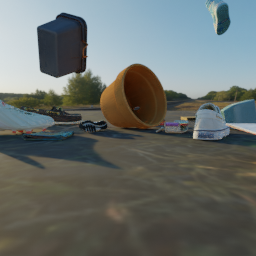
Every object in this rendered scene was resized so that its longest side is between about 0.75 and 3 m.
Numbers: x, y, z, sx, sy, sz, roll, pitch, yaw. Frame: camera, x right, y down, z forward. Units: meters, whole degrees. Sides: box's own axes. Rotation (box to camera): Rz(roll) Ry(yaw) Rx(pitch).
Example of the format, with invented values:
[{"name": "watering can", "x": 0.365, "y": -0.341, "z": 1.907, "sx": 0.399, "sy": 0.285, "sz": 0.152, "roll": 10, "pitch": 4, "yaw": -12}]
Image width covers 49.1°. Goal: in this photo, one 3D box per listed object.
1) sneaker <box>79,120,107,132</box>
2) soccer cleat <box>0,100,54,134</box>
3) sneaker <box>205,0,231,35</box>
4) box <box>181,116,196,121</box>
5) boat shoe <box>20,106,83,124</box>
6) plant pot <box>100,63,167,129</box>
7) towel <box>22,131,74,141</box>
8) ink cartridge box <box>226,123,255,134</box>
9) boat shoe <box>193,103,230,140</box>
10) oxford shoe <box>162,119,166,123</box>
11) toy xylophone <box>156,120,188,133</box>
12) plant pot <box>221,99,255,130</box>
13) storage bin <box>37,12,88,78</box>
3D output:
[{"name": "sneaker", "x": -1.061, "y": -0.021, "z": 8.175, "sx": 0.388, "sy": 0.357, "sz": 0.969, "roll": -14, "pitch": -11, "yaw": 41}, {"name": "soccer cleat", "x": -3.258, "y": -0.319, "z": 7.722, "sx": 2.382, "sy": 0.924, "sz": 0.825, "roll": -1, "pitch": 4, "yaw": -17}, {"name": "sneaker", "x": 3.011, "y": -3.869, "z": 9.466, "sx": 0.551, "sy": 0.904, "sz": 1.384, "roll": -26, "pitch": -31, "yaw": 3}, {"name": "box", "x": 3.654, "y": -0.504, "z": 14.905, "sx": 1.417, "sy": 0.184, "sz": 1.734, "roll": -1, "pitch": 5, "yaw": 0}, {"name": "boat shoe", "x": -3.058, "y": -0.522, "z": 11.382, "sx": 2.513, "sy": 0.757, "sz": 0.896, "roll": -2, "pitch": 5, "yaw": -26}, {"name": "plant pot", "x": 0.073, "y": -0.900, "z": 9.445, "sx": 1.494, "sy": 2.135, "sz": 2.135, "roll": -18, "pitch": -9, "yaw": 41}, {"name": "towel", "x": -1.840, "y": 0.160, "z": 6.651, "sx": 0.924, "sy": 0.137, "sz": 1.260, "roll": 1, "pitch": 4, "yaw": 1}, {"name": "ink cartridge box", "x": 2.507, "y": 0.247, "z": 3.240, "sx": 2.105, "sy": 0.471, "sz": 1.855, "roll": 0, "pitch": 5, "yaw": -6}, {"name": "boat shoe", "x": 2.078, "y": -0.216, "z": 7.027, "sx": 0.829, "sy": 0.816, "sz": 2.338, "roll": 2, "pitch": 5, "yaw": 25}, {"name": "oxford shoe", "x": 0.755, "y": -0.373, "z": 11.006, "sx": 1.436, "sy": 0.521, "sz": 0.511, "roll": 1, "pitch": 5, "yaw": 11}, {"name": "toy xylophone", "x": 1.304, "y": -0.043, "z": 8.116, "sx": 0.904, "sy": 0.310, "sz": 1.235, "roll": 1, "pitch": 4, "yaw": 15}, {"name": "plant pot", "x": 3.498, "y": -0.371, "z": 8.942, "sx": 0.941, "sy": 0.924, "sz": 0.922, "roll": -9, "pitch": 3, "yaw": 11}, {"name": "storage bin", "x": -2.160, "y": -2.595, "z": 9.267, "sx": 1.432, "sy": 1.968, "sz": 1.322, "roll": 22, "pitch": 38, "yaw": 19}]
